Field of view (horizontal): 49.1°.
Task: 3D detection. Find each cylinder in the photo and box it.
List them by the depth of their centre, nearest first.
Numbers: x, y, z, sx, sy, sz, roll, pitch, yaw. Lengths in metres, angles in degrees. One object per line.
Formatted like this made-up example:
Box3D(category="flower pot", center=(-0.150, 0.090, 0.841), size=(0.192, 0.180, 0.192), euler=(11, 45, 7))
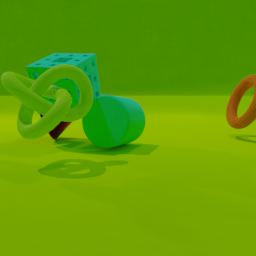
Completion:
Box3D(category="cylinder", center=(-0.256, -0.138, 5.603), size=(0.984, 0.984, 0.984), euler=(3, 3, 21))

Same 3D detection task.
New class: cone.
Box3D(category="cone", center=(-1.381, -0.410, 6.514), size=(1.081, 1.077, 1.077), euler=(-20, 9, -3))

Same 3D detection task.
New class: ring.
Box3D(category="ring", center=(2.752, -0.610, 6.573), size=(0.267, 1.334, 1.334), euler=(19, 5, -8))

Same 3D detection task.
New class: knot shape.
Box3D(category="knot shape", center=(-1.203, -0.375, 4.108), size=(1.353, 0.625, 1.266), euler=(6, 48, -8))

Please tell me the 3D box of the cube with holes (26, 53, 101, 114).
Box3D(category="cube with holes", center=(-1.245, -0.896, 5.680), size=(0.982, 0.982, 0.982), euler=(6, 31, 19))
